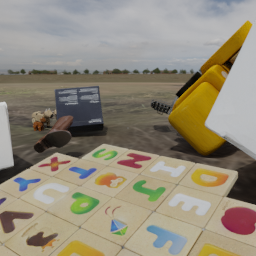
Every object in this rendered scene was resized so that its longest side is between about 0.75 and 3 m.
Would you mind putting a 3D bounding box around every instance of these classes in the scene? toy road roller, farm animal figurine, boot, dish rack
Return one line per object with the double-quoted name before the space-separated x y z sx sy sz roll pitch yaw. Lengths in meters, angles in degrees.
"toy road roller" 1.869 -0.562 5.321 1.824 1.535 2.498 -44 -2 -44
"farm animal figurine" -2.112 -0.293 7.955 1.161 0.584 0.937 -4 12 -21
"boot" -1.058 0.007 4.604 0.809 0.279 0.869 -17 22 30
"dish rack" 1.521 -0.478 7.443 1.843 0.503 1.413 18 -5 4

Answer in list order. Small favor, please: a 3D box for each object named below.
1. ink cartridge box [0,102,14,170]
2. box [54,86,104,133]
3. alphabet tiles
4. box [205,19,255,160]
"ink cartridge box" -2.826 0.231 3.628 2.181 0.919 1.592 -11 9 -37
"box" -1.226 -0.444 7.066 1.127 1.026 0.587 -5 -18 -8
"alphabet tiles" -0.261 0.760 2.492 2.694 0.085 2.242 9 27 36
"box" 2.787 -0.231 3.084 2.918 1.551 2.221 -8 37 -40
